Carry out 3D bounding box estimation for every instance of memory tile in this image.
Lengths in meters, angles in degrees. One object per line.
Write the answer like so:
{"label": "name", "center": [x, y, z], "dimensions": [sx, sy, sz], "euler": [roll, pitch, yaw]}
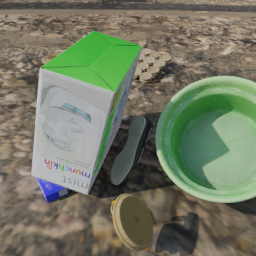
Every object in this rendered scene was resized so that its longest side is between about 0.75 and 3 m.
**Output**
{"label": "memory tile", "center": [0.746, -2.618, 11.521], "dimensions": [1.547, 0.169, 2.018], "euler": [24, 52, 27]}

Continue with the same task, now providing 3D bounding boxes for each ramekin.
{"label": "ramekin", "center": [1.948, 0.323, 5.897], "dimensions": [2.543, 1.242, 2.543], "euler": [-7, 69, 17]}

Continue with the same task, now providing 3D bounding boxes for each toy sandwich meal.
{"label": "toy sandwich meal", "center": [0.052, 1.641, 4.834], "dimensions": [0.366, 1.068, 1.068], "euler": [-33, 20, 32]}

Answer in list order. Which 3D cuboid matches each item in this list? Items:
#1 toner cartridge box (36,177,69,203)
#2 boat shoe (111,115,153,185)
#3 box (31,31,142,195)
{"label": "toner cartridge box", "center": [-1.800, 1.187, 6.456], "dimensions": [0.510, 0.232, 1.073], "euler": [-19, 39, -24]}
{"label": "boat shoe", "center": [0.146, 0.550, 6.514], "dimensions": [0.486, 1.706, 0.570], "euler": [25, -3, -44]}
{"label": "box", "center": [-0.897, -0.508, 6.505], "dimensions": [1.431, 2.611, 2.959], "euler": [18, 32, 2]}
